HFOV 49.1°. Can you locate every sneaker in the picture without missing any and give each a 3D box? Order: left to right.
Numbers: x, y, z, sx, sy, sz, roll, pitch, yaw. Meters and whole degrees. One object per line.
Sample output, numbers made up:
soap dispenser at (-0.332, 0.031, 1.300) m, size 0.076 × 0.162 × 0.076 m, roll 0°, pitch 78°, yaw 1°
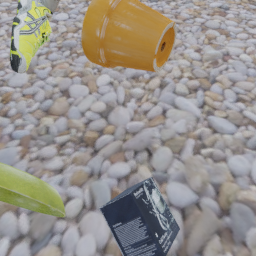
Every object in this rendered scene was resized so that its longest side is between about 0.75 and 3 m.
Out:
sneaker at (-2.078, -2.062, 6.086) m, size 0.805 × 0.794 × 2.107 m, roll 11°, pitch 59°, yaw -23°
sneaker at (-1.558, -3.437, 6.502) m, size 0.796 × 1.731 × 0.655 m, roll 35°, pitch 32°, yaw 14°

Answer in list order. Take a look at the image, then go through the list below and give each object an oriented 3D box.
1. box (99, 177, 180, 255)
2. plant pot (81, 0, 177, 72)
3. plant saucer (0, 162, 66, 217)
box at (0.220, 1.412, 4.327) m, size 0.993 × 0.626 × 1.010 m, roll 60°, pitch 21°, yaw 8°
plant pot at (0.146, -2.229, 6.870) m, size 1.767 × 1.931 × 1.931 m, roll 27°, pitch 51°, yaw 20°
plant saucer at (-1.201, 0.526, 2.636) m, size 1.359 × 1.359 × 0.211 m, roll 12°, pitch 64°, yaw 12°
